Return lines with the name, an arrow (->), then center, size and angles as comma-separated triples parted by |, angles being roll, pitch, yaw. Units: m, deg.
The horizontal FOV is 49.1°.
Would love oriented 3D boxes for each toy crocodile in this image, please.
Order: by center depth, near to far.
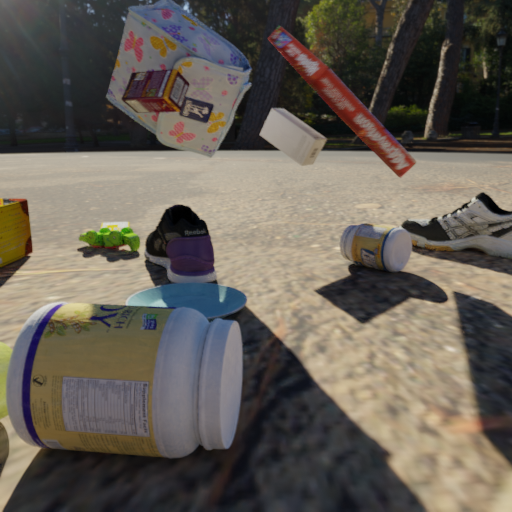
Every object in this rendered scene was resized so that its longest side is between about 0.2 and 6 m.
toy crocodile -> -2.878, -0.319, 11.003 | 1.419, 0.438, 0.479 | 1, 13, 25

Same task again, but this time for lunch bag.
lunch bag -> -1.405, -3.234, 10.455 | 2.372, 2.011, 1.508 | 37, 43, 5

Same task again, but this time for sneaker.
sneaker -> -1.263, -0.357, 9.468 | 0.976, 1.128, 2.576 | -6, 15, -24
sneaker -> 4.083, -0.671, 10.796 | 2.626, 1.151, 0.993 | 6, 16, 29

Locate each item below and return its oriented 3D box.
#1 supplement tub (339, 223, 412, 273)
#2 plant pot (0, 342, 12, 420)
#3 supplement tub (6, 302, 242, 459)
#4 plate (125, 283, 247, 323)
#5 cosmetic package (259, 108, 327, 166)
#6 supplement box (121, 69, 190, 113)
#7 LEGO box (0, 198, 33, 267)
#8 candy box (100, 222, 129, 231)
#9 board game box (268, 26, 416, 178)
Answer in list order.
supplement tub -> 2.012, -0.156, 9.476 | 1.028, 0.744, 0.744 | 12, 18, 44
plant pot -> -2.365, 1.034, 4.266 | 1.029, 1.029, 0.946 | 5, 3, 20
supplement tub -> -0.917, 0.917, 4.209 | 1.510, 1.098, 1.098 | 1, 13, 7
plate -> -0.895, 0.648, 7.287 | 1.569, 0.201, 1.569 | -1, 13, 0
cosmetic package -> 0.785, -2.579, 12.120 | 1.280, 0.688, 0.543 | 42, 32, 20
supplement box -> -1.646, -2.680, 9.154 | 0.981, 0.541, 0.420 | 8, -17, 32
LEGO box -> -5.338, -0.259, 9.163 | 2.068, 1.072, 2.778 | 1, 13, 6
candy box -> -3.153, -0.582, 12.510 | 0.629, 0.162, 1.230 | 0, 13, -12
board game box -> 1.499, -3.225, 11.037 | 2.347, 0.443, 4.560 | 37, 19, -25
